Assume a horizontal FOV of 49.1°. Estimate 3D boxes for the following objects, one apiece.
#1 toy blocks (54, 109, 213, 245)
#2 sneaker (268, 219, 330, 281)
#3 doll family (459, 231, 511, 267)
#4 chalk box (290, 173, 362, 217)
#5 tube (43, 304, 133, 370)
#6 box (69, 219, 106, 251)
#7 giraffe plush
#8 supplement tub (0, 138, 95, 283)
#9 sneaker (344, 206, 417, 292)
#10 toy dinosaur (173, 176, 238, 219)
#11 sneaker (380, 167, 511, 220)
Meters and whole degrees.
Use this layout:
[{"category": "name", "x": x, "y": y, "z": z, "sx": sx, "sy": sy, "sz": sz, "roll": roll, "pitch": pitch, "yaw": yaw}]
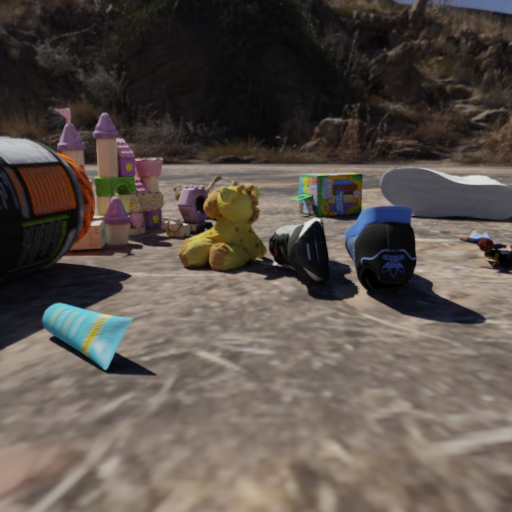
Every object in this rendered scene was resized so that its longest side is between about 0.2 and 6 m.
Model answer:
[{"category": "toy blocks", "x": -2.710, "y": -1.640, "z": 11.164, "sx": 2.851, "sy": 2.400, "sz": 2.664, "roll": 7, "pitch": 13, "yaw": 33}, {"category": "sneaker", "x": 0.568, "y": -0.067, "z": 7.798, "sx": 0.856, "sy": 0.798, "sz": 2.160, "roll": -8, "pitch": 4, "yaw": 7}, {"category": "doll family", "x": 3.808, "y": -0.091, "z": 8.270, "sx": 1.510, "sy": 0.593, "sz": 0.873, "roll": -2, "pitch": 14, "yaw": 17}, {"category": "chalk box", "x": 1.720, "y": -1.576, "z": 14.279, "sx": 1.694, "sy": 1.050, "sz": 1.057, "roll": -5, "pitch": 12, "yaw": -24}, {"category": "tube", "x": -1.488, "y": 0.658, "z": 4.912, "sx": 1.169, "sy": 0.453, "sz": 0.295, "roll": 8, "pitch": -19, "yaw": 46}, {"category": "box", "x": -3.212, "y": -0.338, "z": 9.483, "sx": 1.234, "sy": 0.422, "sz": 0.507, "roll": -4, "pitch": 16, "yaw": -5}, {"category": "giraffe plush", "x": -0.401, "y": -0.484, "z": 8.435, "sx": 1.485, "sy": 1.204, "sz": 1.281, "roll": 1, "pitch": 11, "yaw": 3}, {"category": "supplement tub", "x": -3.496, "y": -0.547, "z": 7.048, "sx": 1.879, "sy": 1.879, "sz": 3.067, "roll": 3, "pitch": 11, "yaw": 16}, {"category": "sneaker", "x": 1.541, "y": 0.053, "z": 7.149, "sx": 0.810, "sy": 0.900, "sz": 2.309, "roll": 1, "pitch": -10, "yaw": 8}, {"category": "toy dinosaur", "x": -1.029, "y": -1.266, "z": 13.611, "sx": 1.370, "sy": 0.789, "sz": 2.709, "roll": -36, "pitch": 34, "yaw": -17}, {"category": "sneaker", "x": 4.878, "y": -1.566, "z": 14.304, "sx": 3.248, "sy": 1.197, "sz": 1.877, "roll": 14, "pitch": 14, "yaw": 18}]
